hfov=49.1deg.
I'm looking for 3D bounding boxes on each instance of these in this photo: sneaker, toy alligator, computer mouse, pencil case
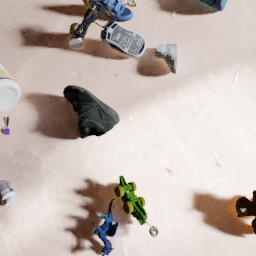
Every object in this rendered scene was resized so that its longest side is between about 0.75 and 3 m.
[{"bbox_3d":[-0.762,-5.690,12.959,2.204,0.907,0.815,22,63,-5],"label":"sneaker"},{"bbox_3d":[-1.685,-0.571,10.386,2.524,0.965,1.446,37,62,11],"label":"sneaker"},{"bbox_3d":[0.193,2.562,9.022,0.740,0.536,2.231,-9,57,-41],"label":"toy alligator"},{"bbox_3d":[-0.616,-3.922,11.974,2.959,0.649,1.622,29,83,-9],"label":"computer mouse"},{"bbox_3d":[3.652,-6.633,13.364,2.568,1.187,1.093,38,89,19],"label":"pencil case"},{"bbox_3d":[1.597,-2.923,11.837,0.974,0.621,1.685,2,53,3],"label":"sneaker"}]

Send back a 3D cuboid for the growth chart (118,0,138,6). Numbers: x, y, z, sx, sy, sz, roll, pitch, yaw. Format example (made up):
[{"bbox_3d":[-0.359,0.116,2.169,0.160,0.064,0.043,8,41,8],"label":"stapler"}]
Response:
[{"bbox_3d":[-0.834,-6.534,13.867,2.380,0.211,1.723,-9,63,-4],"label":"growth chart"}]

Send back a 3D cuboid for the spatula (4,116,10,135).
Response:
[{"bbox_3d":[-4.586,-0.102,10.646,0.224,0.081,0.792,-6,63,-3],"label":"spatula"}]

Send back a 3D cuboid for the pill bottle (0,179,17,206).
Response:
[{"bbox_3d":[-4.045,2.139,9.276,0.480,0.480,0.828,-34,68,-16],"label":"pill bottle"}]

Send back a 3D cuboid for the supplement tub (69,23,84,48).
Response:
[{"bbox_3d":[-2.257,-4.071,12.336,0.684,0.684,0.941,-1,63,-1],"label":"supplement tub"}]

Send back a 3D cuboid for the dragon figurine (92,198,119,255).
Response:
[{"bbox_3d":[-0.560,3.114,8.770,0.831,0.492,1.671,24,66,12],"label":"dragon figurine"}]

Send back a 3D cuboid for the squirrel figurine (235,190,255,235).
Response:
[{"bbox_3d":[4.129,2.668,8.757,1.338,1.014,1.433,-8,60,3],"label":"squirrel figurine"}]

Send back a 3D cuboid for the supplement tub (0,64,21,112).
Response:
[{"bbox_3d":[-5.301,-1.765,10.668,1.551,1.551,2.133,-37,68,-17],"label":"supplement tub"}]
